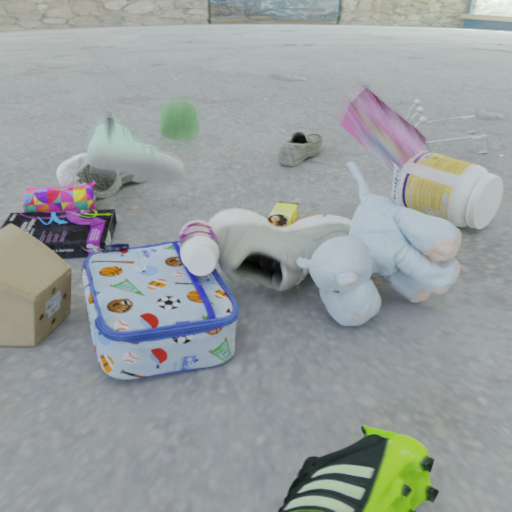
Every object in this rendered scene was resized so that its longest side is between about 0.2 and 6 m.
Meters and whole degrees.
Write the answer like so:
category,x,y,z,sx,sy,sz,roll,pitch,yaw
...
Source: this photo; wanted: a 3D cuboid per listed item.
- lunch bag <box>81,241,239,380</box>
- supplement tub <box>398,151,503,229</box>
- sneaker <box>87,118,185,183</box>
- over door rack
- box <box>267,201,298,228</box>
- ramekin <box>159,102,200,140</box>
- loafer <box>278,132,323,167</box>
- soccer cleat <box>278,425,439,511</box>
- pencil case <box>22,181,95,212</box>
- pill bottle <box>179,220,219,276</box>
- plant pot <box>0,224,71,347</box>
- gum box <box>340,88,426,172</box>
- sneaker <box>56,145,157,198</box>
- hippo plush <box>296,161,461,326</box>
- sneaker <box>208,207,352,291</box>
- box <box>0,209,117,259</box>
category,x,y,z,sx,sy,sz,roll,pitch,yaw
lunch bag,-1.543,0.693,9.059,2.307,1.088,2.880,-8,31,-18
supplement tub,4.331,-1.473,12.604,1.411,1.411,1.941,-23,37,-36
sneaker,-2.665,-2.454,12.767,2.172,0.799,1.281,11,47,-18
over door rack,5.653,-4.222,17.973,3.257,1.085,2.406,5,30,9
box,0.551,-0.780,12.452,0.526,0.350,1.398,7,29,12
ramekin,-1.501,-2.630,10.852,0.785,0.785,0.383,-5,69,-9
loafer,1.375,-3.308,16.586,0.784,0.783,2.244,14,32,24
soccer cleat,0.660,2.700,5.696,2.911,0.983,1.180,-21,20,-37
pencil case,-4.565,-1.321,13.071,1.663,0.735,0.735,-9,30,-13
pill bottle,-0.918,-0.117,9.009,0.613,0.613,1.093,-4,25,-8
plant pot,-3.808,0.604,8.972,1.316,1.487,1.485,20,32,9
gum box,2.471,-2.407,10.931,1.593,0.904,0.527,42,79,5
sneaker,-4.009,-2.236,14.533,1.484,1.163,2.986,12,22,34
hippo plush,1.955,0.070,9.028,2.036,2.533,2.017,-36,31,-31
sneaker,0.724,0.081,10.025,3.214,1.217,1.478,2,40,-17
box,-4.215,-0.472,11.826,2.303,0.416,1.647,-4,29,-5
